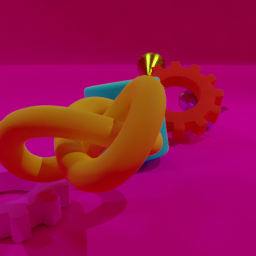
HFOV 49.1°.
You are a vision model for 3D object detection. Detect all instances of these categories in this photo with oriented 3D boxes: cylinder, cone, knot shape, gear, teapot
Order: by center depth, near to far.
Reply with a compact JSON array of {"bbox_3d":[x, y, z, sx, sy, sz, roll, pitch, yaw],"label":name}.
[{"bbox_3d":[-0.278,0.057,2.839,1.866,0.862,1.746,-19,6,-32],"label":"knot shape"},{"bbox_3d":[-1.525,0.831,3.424,1.585,0.293,1.585,0,16,0],"label":"gear"},{"bbox_3d":[-0.015,-0.152,4.986,1.323,1.323,1.323,-9,11,2],"label":"cylinder"},{"bbox_3d":[1.147,-0.704,6.603,2.045,0.378,2.045,-2,56,3],"label":"gear"},{"bbox_3d":[1.972,-0.585,7.340,0.942,1.197,1.925,-43,21,8],"label":"teapot"},{"bbox_3d":[0.714,-1.814,9.131,0.983,0.983,0.987,3,33,11],"label":"cone"}]
